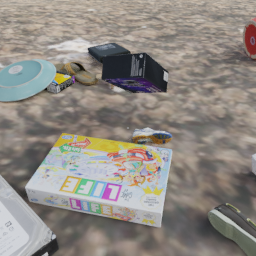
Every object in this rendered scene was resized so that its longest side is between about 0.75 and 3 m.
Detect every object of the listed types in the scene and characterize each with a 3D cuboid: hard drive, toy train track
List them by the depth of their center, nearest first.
[{"bbox_3d":[-2.716,1.874,5.157,2.513,0.475,1.755,30,45,35],"label":"hard drive"},{"bbox_3d":[-0.306,-2.072,10.564,1.610,0.457,2.807,-6,31,3],"label":"toy train track"},{"bbox_3d":[-0.832,-3.208,11.852,1.331,0.314,1.908,-16,31,-16],"label":"hard drive"}]

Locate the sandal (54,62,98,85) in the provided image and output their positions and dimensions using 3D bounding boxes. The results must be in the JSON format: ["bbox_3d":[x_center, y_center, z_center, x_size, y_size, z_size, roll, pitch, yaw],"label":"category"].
[{"bbox_3d":[-1.978,-2.165,10.514,2.069,0.559,0.831,23,42,28],"label":"sandal"}]

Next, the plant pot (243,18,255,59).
[{"bbox_3d":[6.121,-3.894,11.722,1.999,2.259,2.259,-14,38,-1],"label":"plant pot"}]

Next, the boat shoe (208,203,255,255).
[{"bbox_3d":[2.198,1.927,4.987,0.482,0.571,1.601,-26,41,-25],"label":"boat shoe"}]

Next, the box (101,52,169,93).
[{"bbox_3d":[0.242,-1.420,7.561,1.207,0.674,1.710,5,-3,28],"label":"box"}]

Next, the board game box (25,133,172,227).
[{"bbox_3d":[-0.519,1.032,6.259,2.797,0.479,1.881,8,37,10],"label":"board game box"}]

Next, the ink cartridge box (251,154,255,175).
[{"bbox_3d":[3.658,0.810,6.159,1.433,0.615,1.050,-26,41,-3],"label":"ink cartridge box"}]

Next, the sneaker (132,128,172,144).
[{"bbox_3d":[0.649,0.156,7.528,1.054,0.397,0.464,1,37,1],"label":"sneaker"}]

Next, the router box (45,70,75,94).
[{"bbox_3d":[-2.741,-1.734,10.121,1.300,0.332,0.970,20,41,24],"label":"router box"}]

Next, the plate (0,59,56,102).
[{"bbox_3d":[-3.799,-1.834,9.887,2.490,0.318,2.490,-6,46,6],"label":"plate"}]
